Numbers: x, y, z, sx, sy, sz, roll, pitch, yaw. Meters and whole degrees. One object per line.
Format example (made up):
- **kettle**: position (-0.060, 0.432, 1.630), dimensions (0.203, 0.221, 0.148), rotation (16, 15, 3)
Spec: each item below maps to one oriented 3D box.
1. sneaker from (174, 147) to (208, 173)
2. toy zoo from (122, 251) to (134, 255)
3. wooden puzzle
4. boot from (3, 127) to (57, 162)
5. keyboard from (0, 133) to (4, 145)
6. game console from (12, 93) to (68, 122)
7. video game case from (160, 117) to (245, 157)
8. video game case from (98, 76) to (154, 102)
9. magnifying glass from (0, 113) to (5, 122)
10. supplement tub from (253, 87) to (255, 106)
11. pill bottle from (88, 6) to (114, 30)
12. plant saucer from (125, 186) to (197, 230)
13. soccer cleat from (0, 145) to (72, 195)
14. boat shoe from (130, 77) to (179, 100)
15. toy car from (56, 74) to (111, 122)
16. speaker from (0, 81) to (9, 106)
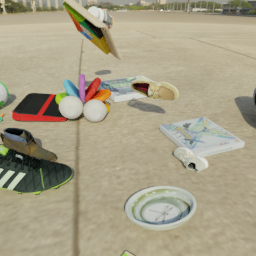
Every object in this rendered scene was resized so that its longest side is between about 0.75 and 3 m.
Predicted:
- **sneaker**: position (1.766, 0.948, 8.311), dimensions (0.528, 0.434, 1.148), rotation (-27, 36, -36)
- **toy zoo**: position (-0.070, 2.730, 5.023), dimensions (0.657, 0.102, 1.001), rotation (18, 31, 32)
- **wooden puzzle**: position (-1.275, -3.317, 9.357), dimensions (2.186, 0.440, 2.363), rotation (42, 1, 17)
- **boot**: position (-3.000, 0.541, 8.448), dimensions (1.734, 0.840, 0.648), rotation (12, 37, 6)
- **keyboard**: position (-4.641, 0.599, 9.196), dimensions (1.627, 0.264, 2.560), rotation (-21, 34, -36)
- **game console**: position (-3.582, -0.906, 12.197), dimensions (2.278, 0.400, 2.576), rotation (5, 27, -4)
- **video game case**: position (2.521, 0.267, 9.853), dimensions (2.028, 0.245, 2.225), rotation (-10, 28, -20)
- **video game case**: position (0.117, -2.111, 14.572), dimensions (2.978, 0.348, 2.707), rotation (-12, 29, -24)
- **magnifying glass**: position (-5.214, -0.412, 11.427), dimensions (0.317, 0.089, 0.796), rotation (-2, 25, -3)
- **supplement tub**: position (5.826, -0.781, 10.200), dimensions (1.823, 1.823, 2.975), rotation (4, 27, 8)
- **pill bottle**: position (-1.193, -4.742, 12.132), dimensions (0.713, 0.713, 1.224), rotation (15, 7, 27)
- **plant saucer**: position (0.738, 1.857, 6.292), dimensions (1.587, 0.398, 1.587), rotation (-7, 17, 2)
- **soccer cleat**: position (-2.959, 1.025, 7.236), dimensions (2.954, 1.197, 0.997), rotation (0, 26, 0)
- **boat shoe**: position (0.930, -1.364, 10.307), dimensions (1.900, 0.703, 0.631), rotation (19, 34, 33)
- **toy car**: position (-1.745, -1.326, 11.275), dimensions (2.215, 1.661, 1.939), rotation (8, 25, -12)
- **speaker**: position (-6.204, -1.037, 11.371), dimensions (1.311, 1.311, 2.964), rotation (6, 27, 13)
